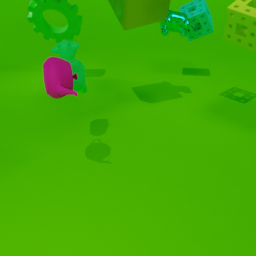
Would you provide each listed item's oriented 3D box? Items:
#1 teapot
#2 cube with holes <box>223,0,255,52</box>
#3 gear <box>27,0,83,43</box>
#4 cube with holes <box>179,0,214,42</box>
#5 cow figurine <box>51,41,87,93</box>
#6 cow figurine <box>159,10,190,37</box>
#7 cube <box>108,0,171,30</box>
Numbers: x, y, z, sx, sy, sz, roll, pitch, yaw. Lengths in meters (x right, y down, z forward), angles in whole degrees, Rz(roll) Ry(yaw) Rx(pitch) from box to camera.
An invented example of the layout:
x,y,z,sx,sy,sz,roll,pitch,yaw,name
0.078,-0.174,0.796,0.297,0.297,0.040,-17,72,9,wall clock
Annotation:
x,y,z,sx,sy,sz,roll,pitch,yaw,name
-1.151,-0.852,4.839,0.564,0.716,1.152,-8,42,-20,teapot
3.336,-2.881,7.536,0.994,0.994,0.994,-41,57,-18,cube with holes
-2.584,-3.879,9.961,1.861,1.861,0.344,2,56,4,gear
2.448,-3.898,10.057,0.920,0.920,0.920,-15,50,28,cube with holes
-1.229,-1.316,6.075,0.592,1.078,1.061,-10,-14,1,cow figurine
1.176,-3.252,8.184,1.238,0.680,1.218,2,57,-9,cow figurine
0.276,-3.482,7.062,1.251,1.251,1.251,-19,67,-14,cube
